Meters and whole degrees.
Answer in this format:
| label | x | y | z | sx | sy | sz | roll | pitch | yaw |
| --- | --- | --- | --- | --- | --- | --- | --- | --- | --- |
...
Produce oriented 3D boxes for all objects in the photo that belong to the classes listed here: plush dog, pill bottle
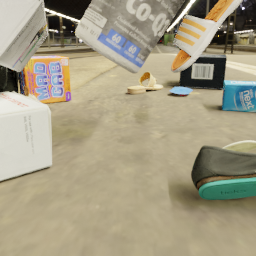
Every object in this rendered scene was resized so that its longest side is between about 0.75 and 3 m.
| label | x | y | z | sx | sy | sz | roll | pitch | yaw |
| --- | --- | --- | --- | --- | --- | --- | --- | --- | --- |
| plush dog | -2.886 | -0.575 | 7.819 | 1.215 | 0.975 | 1.043 | -12 | -3 | -32 |
| pill bottle | 0.290 | -2.729 | 5.771 | 1.620 | 2.847 | 1.620 | 32 | 13 | -8 |

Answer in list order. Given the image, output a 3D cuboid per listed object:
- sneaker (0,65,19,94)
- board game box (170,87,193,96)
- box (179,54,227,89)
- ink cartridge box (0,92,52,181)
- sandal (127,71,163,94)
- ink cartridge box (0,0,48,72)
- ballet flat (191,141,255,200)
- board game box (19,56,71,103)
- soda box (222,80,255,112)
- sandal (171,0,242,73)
| label | x | y | z | sx | sy | sz | roll | pitch | yaw |
| --- | --- | --- | --- | --- | --- | --- | --- | --- | --- |
| sneaker | -4.650 | -1.859 | 10.781 | 0.795 | 1.381 | 2.649 | -9 | 20 | -30 |
| board game box | 2.188 | -1.453 | 11.512 | 0.807 | 0.199 | 1.021 | 14 | 27 | 25 |
| box | 3.733 | -2.856 | 13.778 | 2.026 | 1.461 | 2.729 | 6 | 18 | 17 |
| ink cartridge box | -2.942 | 0.195 | 4.664 | 2.763 | 1.148 | 2.026 | -14 | 22 | -38 |
| sandal | 0.840 | -2.081 | 12.419 | 0.911 | 0.817 | 2.483 | 12 | 21 | 33 |
| ink cartridge box | -2.544 | -2.072 | 4.773 | 2.027 | 1.176 | 2.800 | 37 | -2 | -16 |
| ballet flat | 2.180 | 0.527 | 3.831 | 2.566 | 0.872 | 0.878 | 3 | 51 | 7 |
| board game box | -3.126 | -1.828 | 10.370 | 1.564 | 1.563 | 1.563 | -10 | 20 | -28 |
| soda box | 4.427 | -0.977 | 8.855 | 2.714 | 0.871 | 0.921 | 4 | 18 | 15 |
| sandal | 1.904 | -2.822 | 7.387 | 0.845 | 2.948 | 1.130 | 34 | 10 | -18 |
